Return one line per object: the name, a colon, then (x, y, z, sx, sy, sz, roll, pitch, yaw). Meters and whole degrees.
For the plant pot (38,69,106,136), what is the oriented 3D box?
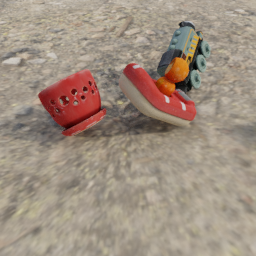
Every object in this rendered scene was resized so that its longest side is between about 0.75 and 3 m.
plant pot: (-1.391, -0.641, 7.476, 1.515, 1.379, 1.515, -29, 10, 5)

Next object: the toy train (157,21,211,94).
toy train: (1.915, -2.384, 9.467, 1.136, 1.519, 2.665, -4, 54, 44)

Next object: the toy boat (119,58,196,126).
toy boat: (1.004, -1.160, 7.575, 2.475, 1.618, 1.615, 15, 27, -39)
